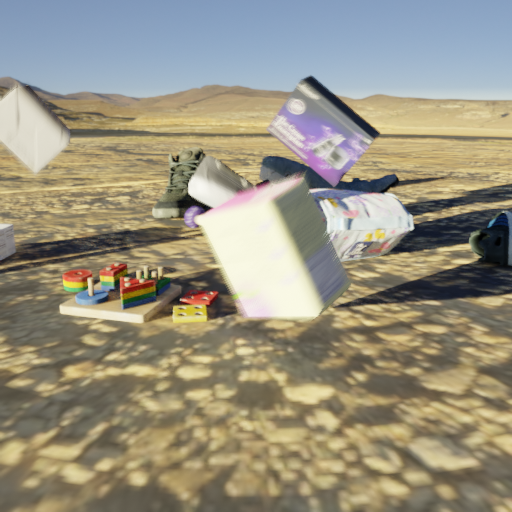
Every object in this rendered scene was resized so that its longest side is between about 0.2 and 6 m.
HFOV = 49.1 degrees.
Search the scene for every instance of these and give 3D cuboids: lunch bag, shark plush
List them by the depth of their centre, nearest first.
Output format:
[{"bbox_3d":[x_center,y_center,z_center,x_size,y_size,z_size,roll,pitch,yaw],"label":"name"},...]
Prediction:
[{"bbox_3d":[1.515,-0.560,10.139,1.758,1.318,2.073,-5,7,-25],"label":"lunch bag"},{"bbox_3d":[1.894,-1.533,12.821,4.044,1.684,1.837,-6,17,-20],"label":"shark plush"}]

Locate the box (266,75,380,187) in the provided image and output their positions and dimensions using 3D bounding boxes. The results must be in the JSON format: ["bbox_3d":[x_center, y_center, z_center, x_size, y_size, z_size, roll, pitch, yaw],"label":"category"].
[{"bbox_3d":[1.224,-2.294,10.313,1.678,1.184,0.662,40,31,2],"label":"box"}]

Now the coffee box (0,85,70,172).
[{"bbox_3d":[-3.611,-2.085,8.976,0.738,1.046,1.850,-42,25,-1],"label":"coffee box"}]

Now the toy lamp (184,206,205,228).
[{"bbox_3d":[-0.784,-0.578,11.328,0.561,0.561,1.927,-11,24,-35],"label":"toy lamp"}]

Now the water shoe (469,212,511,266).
[{"bbox_3d":[4.428,-0.386,10.498,0.828,0.750,2.097,2,15,15],"label":"water shoe"}]

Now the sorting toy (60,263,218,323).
[{"bbox_3d":[-1.820,0.476,7.980,2.640,0.447,1.273,5,17,16],"label":"sorting toy"}]

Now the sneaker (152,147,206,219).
[{"bbox_3d":[-1.912,-1.823,14.057,1.096,1.643,2.868,1,18,11],"label":"sneaker"}]

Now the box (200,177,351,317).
[{"bbox_3d":[0.215,-0.053,6.570,0.684,1.414,1.244,-36,17,-37],"label":"box"}]

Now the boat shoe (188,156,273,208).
[{"bbox_3d":[0.010,-0.888,8.806,2.246,0.744,0.785,23,-8,-25],"label":"boat shoe"}]

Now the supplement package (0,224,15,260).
[{"bbox_3d":[-5.002,-0.207,10.161,0.798,0.568,1.024,1,15,2],"label":"supplement package"}]
